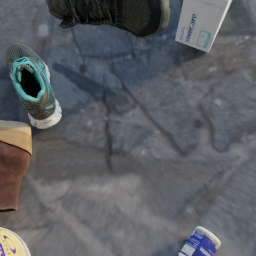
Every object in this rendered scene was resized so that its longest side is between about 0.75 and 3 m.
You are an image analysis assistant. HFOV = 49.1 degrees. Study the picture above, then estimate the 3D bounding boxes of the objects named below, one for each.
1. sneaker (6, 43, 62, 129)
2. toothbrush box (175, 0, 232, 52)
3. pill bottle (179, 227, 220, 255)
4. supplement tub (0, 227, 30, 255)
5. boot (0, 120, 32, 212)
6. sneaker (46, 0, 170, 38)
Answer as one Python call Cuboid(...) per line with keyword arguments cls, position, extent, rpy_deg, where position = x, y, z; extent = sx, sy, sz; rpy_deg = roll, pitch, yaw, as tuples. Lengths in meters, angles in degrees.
Cuboid(cls="sneaker", position=(-2.638, -1.417, 7.532), extent=(1.107, 1.302, 2.854), rpy_deg=(-27, 68, -12))
Cuboid(cls="toothbrush box", position=(2.545, -4.049, 8.335), extent=(1.184, 2.032, 2.776), rpy_deg=(24, 67, 10))
Cuboid(cls="pill bottle", position=(1.468, 2.721, 6.023), extent=(0.604, 0.604, 1.043), rpy_deg=(36, 71, 15))
Cuboid(cls="supplement tub", position=(-3.030, 2.648, 4.871), extent=(1.992, 2.740, 1.992), rpy_deg=(0, 65, 0))
Cuboid(cls="boot", position=(-3.741, 0.818, 6.685), extent=(2.677, 0.968, 2.227), rpy_deg=(4, 64, -2))
Cuboid(cls="sneaker", position=(-0.534, -2.287, 5.332), extent=(1.599, 1.067, 2.792), rpy_deg=(-24, 44, -28))
